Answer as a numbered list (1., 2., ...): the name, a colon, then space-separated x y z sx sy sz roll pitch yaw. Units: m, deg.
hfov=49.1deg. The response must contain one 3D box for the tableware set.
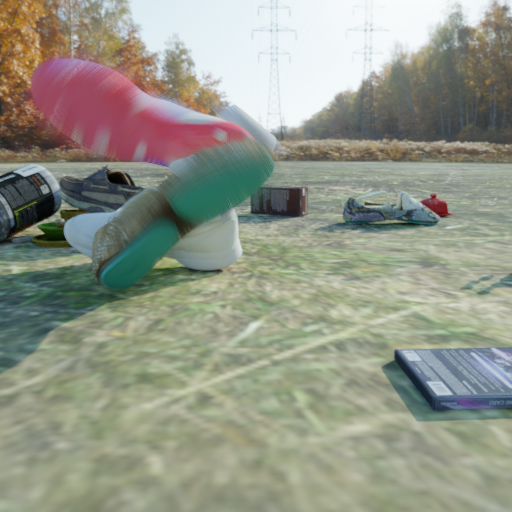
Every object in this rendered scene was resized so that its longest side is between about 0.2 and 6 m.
1. tableware set: -2.524 -0.523 10.462 3.637 0.558 2.450 7 13 32

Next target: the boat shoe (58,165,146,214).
1. boat shoe: -2.846 -1.239 11.182 2.785 1.021 1.037 22 5 30

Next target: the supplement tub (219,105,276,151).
1. supplement tub: -0.207 -2.266 10.569 1.045 0.689 0.689 33 -5 -29

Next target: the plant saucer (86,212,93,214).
1. plant saucer: -4.018 -1.313 15.194 0.643 0.174 1.839 2 13 11

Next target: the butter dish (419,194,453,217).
1. butter dish: 4.417 -1.270 13.996 0.761 0.563 0.759 -5 12 -22

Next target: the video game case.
1. video game case: 1.891 0.950 4.473 1.328 0.126 0.949 0 12 -3

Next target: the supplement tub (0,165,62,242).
1. supplement tub: -4.709 -0.959 10.608 1.120 1.120 1.829 6 28 26

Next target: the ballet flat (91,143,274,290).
1. ballet flat: -1.005 -0.660 6.690 2.664 0.870 0.939 -35 -34 12

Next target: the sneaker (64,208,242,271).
1. sneaker: -1.544 -0.560 8.310 2.694 1.342 1.009 3 34 6

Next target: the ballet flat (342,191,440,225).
1. ballet flat: 3.082 -1.091 12.685 2.207 0.794 0.794 1 12 3

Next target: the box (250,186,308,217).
1. box: 0.583 -1.412 14.285 1.442 0.722 0.540 7 14 29

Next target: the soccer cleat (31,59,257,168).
1. soccer cleat: -1.470 -1.784 7.794 3.207 1.070 1.226 14 9 -24
